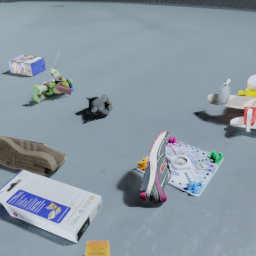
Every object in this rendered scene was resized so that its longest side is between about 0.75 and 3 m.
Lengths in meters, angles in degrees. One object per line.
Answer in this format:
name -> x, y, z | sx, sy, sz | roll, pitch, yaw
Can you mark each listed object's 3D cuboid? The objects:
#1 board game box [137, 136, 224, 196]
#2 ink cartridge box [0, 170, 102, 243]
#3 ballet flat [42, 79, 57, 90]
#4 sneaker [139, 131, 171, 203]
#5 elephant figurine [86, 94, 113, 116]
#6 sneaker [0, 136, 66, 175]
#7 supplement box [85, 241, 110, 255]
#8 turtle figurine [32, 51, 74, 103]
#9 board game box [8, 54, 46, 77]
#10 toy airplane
board game box -> 1.566, 0.964, 8.246 | 1.949, 0.252, 1.949 | 20, 37, 30
ink cartridge box -> -1.952, 1.787, 6.755 | 2.434, 0.451, 1.152 | 15, 35, 19
ballet flat -> -3.667, -1.966, 12.797 | 0.398, 0.416, 1.182 | 18, 36, 26
sneaker -> 0.815, 0.984, 7.229 | 0.704, 0.760, 1.886 | 14, 77, 5
elephant figurine -> -1.265, -0.905, 10.885 | 1.274, 0.988, 0.901 | 16, 77, 42
sneaker -> -2.950, 0.761, 8.274 | 2.370, 0.835, 0.895 | 18, 19, 18
supplement box -> -0.606, 2.800, 5.083 | 0.493, 0.477, 1.434 | -1, 31, -1
turtle figurine -> -3.370, -1.996, 11.998 | 1.300, 1.806, 1.752 | -7, 25, 48
board game box -> -5.253, -3.291, 14.661 | 1.416, 0.686, 1.129 | 13, 34, 20
toy airplane -> 4.468, -1.027, 10.040 | 2.420, 1.708, 2.410 | -15, 31, -13
